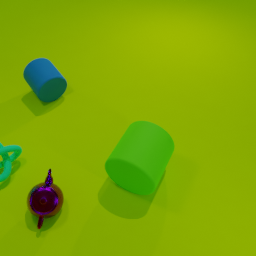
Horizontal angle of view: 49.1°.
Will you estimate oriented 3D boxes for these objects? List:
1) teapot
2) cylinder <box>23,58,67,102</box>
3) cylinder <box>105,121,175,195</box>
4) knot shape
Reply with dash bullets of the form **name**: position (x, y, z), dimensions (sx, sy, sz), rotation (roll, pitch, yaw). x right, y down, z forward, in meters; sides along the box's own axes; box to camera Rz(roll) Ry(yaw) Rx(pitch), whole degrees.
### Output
- **teapot**: position (-1.993, 1.693, 6.744), dimensions (0.882, 0.695, 1.419), rotation (10, 76, -8)
- **cylinder**: position (-2.778, -1.605, 9.414), dimensions (1.075, 1.075, 1.075), rotation (-30, 64, -24)
- **cylinder**: position (0.322, 0.764, 7.247), dimensions (1.391, 1.391, 1.391), rotation (21, 53, 17)
- **knot shape**: position (-3.417, 0.745, 7.321), dimensions (0.552, 1.117, 1.194), rotation (11, 48, 33)
